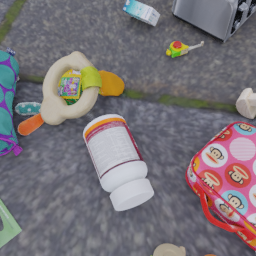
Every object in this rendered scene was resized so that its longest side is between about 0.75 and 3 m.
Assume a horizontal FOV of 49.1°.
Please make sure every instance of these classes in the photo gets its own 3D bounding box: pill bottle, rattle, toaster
[{"bbox_3d":[-0.219,0.735,6.164,1.058,1.058,1.930,-20,62,-11],"label":"pill bottle"},{"bbox_3d":[-1.535,-0.721,7.399,1.601,1.757,2.460,45,107,4],"label":"rattle"},{"bbox_3d":[2.770,-4.223,8.813,2.462,1.461,2.226,37,65,20],"label":"toaster"}]

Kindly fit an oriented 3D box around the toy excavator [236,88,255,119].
[{"bbox_3d":[4.153,-0.266,6.530,2.453,2.385,1.225,43,66,-9],"label":"toy excavator"}]

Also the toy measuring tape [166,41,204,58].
[{"bbox_3d":[1.656,-2.455,8.394,1.227,0.451,0.451,-23,62,-13],"label":"toy measuring tape"}]

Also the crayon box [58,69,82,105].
[{"bbox_3d":[-1.586,-1.141,7.680,0.645,0.316,1.086,1,60,1],"label":"crayon box"}]

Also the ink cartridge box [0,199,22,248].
[{"bbox_3d":[-3.599,2.335,5.403,2.574,0.763,1.337,-39,67,-20],"label":"ink cartridge box"}]

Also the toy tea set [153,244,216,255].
[{"bbox_3d":[1.523,3.079,5.112,2.425,0.897,1.442,7,31,7],"label":"toy tea set"}]

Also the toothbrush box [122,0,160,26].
[{"bbox_3d":[0.430,-3.657,8.851,0.970,0.710,0.414,30,105,19],"label":"toothbrush box"}]

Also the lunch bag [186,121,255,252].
[{"bbox_3d":[2.509,1.268,5.869,2.190,1.019,2.486,-36,66,-19],"label":"lunch bag"}]

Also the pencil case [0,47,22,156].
[{"bbox_3d":[-3.284,-0.672,6.914,1.263,1.163,2.734,18,50,-41],"label":"pencil case"}]
